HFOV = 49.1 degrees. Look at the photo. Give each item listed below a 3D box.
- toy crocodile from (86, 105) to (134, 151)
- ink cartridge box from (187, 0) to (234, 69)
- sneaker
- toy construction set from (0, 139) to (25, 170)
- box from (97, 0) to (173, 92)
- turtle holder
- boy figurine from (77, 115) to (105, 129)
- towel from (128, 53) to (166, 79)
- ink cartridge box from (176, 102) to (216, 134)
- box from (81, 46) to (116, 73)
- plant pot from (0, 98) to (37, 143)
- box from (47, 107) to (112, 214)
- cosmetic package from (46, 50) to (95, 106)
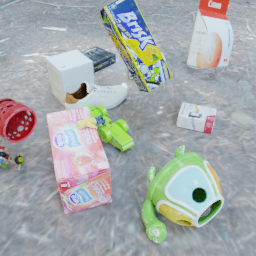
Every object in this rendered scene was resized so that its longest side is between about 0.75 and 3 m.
[{"bbox_3d":[-0.800,-0.037,9.436,0.872,0.797,2.583,-31,53,-33],"label":"toy crocodile"},{"bbox_3d":[2.622,-2.935,8.170,0.581,2.319,1.881,27,29,34],"label":"ink cartridge box"},{"bbox_3d":[-1.122,-1.306,10.641,2.665,1.128,0.970,-25,43,-29],"label":"sneaker"},{"bbox_3d":[-3.672,0.810,8.318,1.082,0.997,1.297,-38,56,22],"label":"toy construction set"},{"bbox_3d":[0.229,-2.535,8.597,0.974,2.780,0.894,-34,19,-11],"label":"box"},{"bbox_3d":[1.250,1.591,6.658,2.110,1.603,1.498,-22,44,-26],"label":"turtle holder"},{"bbox_3d":[-1.022,-0.141,7.774,0.794,0.256,0.494,-14,48,-32],"label":"boy figurine"},{"bbox_3d":[0.910,-3.023,13.438,1.900,0.291,2.491,-1,38,-1],"label":"towel"},{"bbox_3d":[2.431,-0.372,9.941,1.242,0.532,0.916,13,41,14],"label":"ink cartridge box"},{"bbox_3d":[-1.751,-3.290,13.586,1.486,0.481,1.884,31,49,31],"label":"box"},{"bbox_3d":[-3.112,-0.254,7.420,0.928,1.019,1.019,30,47,23],"label":"plant pot"},{"bbox_3d":[-1.411,0.764,7.841,1.299,1.408,2.743,-11,41,-14],"label":"box"},{"bbox_3d":[-2.210,-1.939,10.989,1.361,1.636,1.369,-23,44,-26],"label":"cosmetic package"}]
